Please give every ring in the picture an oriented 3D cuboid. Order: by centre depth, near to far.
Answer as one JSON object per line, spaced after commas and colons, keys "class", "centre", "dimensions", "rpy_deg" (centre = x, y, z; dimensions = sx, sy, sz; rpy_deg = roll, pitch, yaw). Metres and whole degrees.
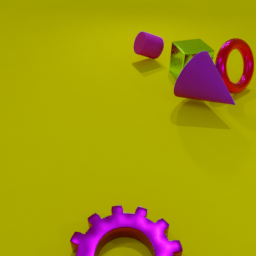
{"class": "ring", "centre": [3.362, -1.931, 8.766], "dimensions": [1.710, 1.710, 0.342], "rpy_deg": [-25, 20, -28]}

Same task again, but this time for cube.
{"class": "cube", "centre": [2.164, -2.327, 9.691], "dimensions": [1.095, 1.095, 1.095], "rpy_deg": [-9, 40, -11]}

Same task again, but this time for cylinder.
{"class": "cylinder", "centre": [0.769, -3.094, 10.513], "dimensions": [0.845, 0.845, 0.845], "rpy_deg": [7, 32, -31]}

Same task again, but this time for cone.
{"class": "cone", "centre": [2.363, -1.090, 7.838], "dimensions": [1.531, 1.531, 1.537], "rpy_deg": [-31, 61, -33]}

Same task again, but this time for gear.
{"class": "gear", "centre": [-0.055, 2.209, 4.691], "dimensions": [1.918, 0.355, 1.918], "rpy_deg": [0, 39, 0]}
